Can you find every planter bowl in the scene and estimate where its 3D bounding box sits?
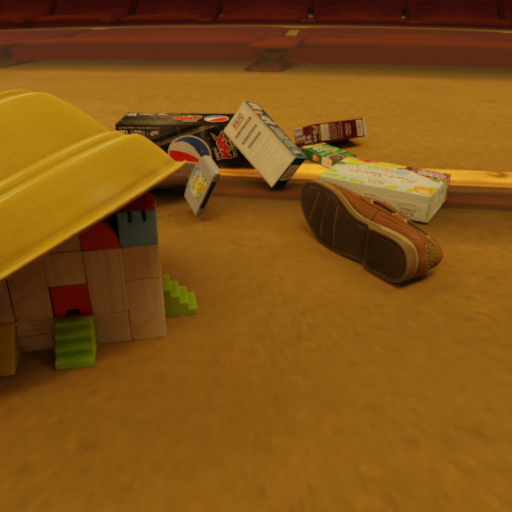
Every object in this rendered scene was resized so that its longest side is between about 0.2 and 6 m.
[{"bbox_3d":[-2.790,-0.704,6.148,3.814,1.589,3.814,-30,13,7],"label":"planter bowl"}]

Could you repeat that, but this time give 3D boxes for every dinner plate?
[{"bbox_3d":[-1.780,-1.434,10.317,1.761,0.213,1.761,-9,-3,0],"label":"dinner plate"}]

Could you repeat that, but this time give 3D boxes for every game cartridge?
[{"bbox_3d":[-0.909,-1.176,9.297,0.183,0.902,0.601,4,39,-35],"label":"game cartridge"}]

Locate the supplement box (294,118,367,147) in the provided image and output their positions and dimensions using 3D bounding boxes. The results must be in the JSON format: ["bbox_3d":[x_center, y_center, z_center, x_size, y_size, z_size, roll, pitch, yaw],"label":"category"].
[{"bbox_3d":[1.778,-2.959,13.421,1.538,0.468,0.837,-12,10,-22],"label":"supplement box"}]

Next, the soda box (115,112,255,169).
[{"bbox_3d":[-1.405,-2.535,12.254,3.092,0.979,1.094,1,28,3],"label":"soda box"}]

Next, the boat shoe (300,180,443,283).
[{"bbox_3d":[1.643,-0.413,8.375,0.853,0.903,2.509,-13,40,-30],"label":"boat shoe"}]

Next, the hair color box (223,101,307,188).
[{"bbox_3d":[0.161,-2.174,10.922,1.612,0.806,0.488,51,31,17],"label":"hair color box"}]

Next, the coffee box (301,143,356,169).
[{"bbox_3d":[1.594,-2.225,12.459,0.700,0.251,1.139,-15,31,-28],"label":"coffee box"}]

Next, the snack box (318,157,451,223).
[{"bbox_3d":[2.335,-1.257,10.249,2.051,0.543,1.459,15,31,26],"label":"snack box"}]

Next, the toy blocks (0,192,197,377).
[{"bbox_3d":[-2.289,-0.098,6.184,3.202,2.189,1.600,-4,28,-10],"label":"toy blocks"}]
